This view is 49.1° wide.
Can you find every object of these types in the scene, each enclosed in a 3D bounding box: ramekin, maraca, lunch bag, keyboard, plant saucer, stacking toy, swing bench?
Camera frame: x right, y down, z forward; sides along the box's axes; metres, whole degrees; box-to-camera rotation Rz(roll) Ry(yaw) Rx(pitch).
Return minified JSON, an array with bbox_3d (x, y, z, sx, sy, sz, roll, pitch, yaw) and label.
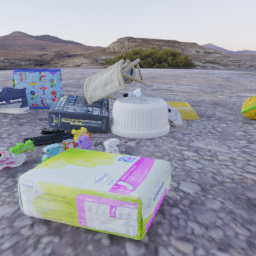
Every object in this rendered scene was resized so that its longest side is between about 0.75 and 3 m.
[{"bbox_3d":[0.474,-0.507,11.184,2.384,1.251,2.384,0,15,0],"label":"ramekin"},{"bbox_3d":[6.030,-1.015,12.747,1.410,1.100,2.056,-18,-8,-14],"label":"maraca"},{"bbox_3d":[-5.104,-2.185,15.579,2.838,2.137,1.335,-3,15,-12],"label":"lunch bag"},{"bbox_3d":[-2.784,0.243,10.134,1.983,0.393,1.032,-8,17,-29],"label":"keyboard"},{"bbox_3d":[2.246,-0.941,14.090,2.289,0.555,2.289,0,15,2],"label":"plant saucer"},{"bbox_3d":[-1.795,0.680,8.284,2.687,0.631,2.026,-15,20,-38],"label":"stacking toy"},{"bbox_3d":[-0.580,-1.961,11.732,1.968,1.284,1.979,-19,1,33],"label":"swing bench"}]

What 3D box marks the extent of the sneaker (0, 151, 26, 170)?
[{"bbox_3d":[-3.346,0.850,7.764,1.047,0.462,0.426,-14,21,-42],"label":"sneaker"}]

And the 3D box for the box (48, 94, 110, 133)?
[{"bbox_3d":[-1.994,-0.696,12.029,2.350,0.760,2.980,5,19,-7],"label":"box"}]

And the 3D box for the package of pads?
[{"bbox_3d":[-0.612,1.192,5.743,2.621,0.894,2.025,5,15,20],"label":"package of pads"}]

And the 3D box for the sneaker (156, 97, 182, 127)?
[{"bbox_3d":[1.655,-0.542,12.384,0.626,0.958,1.666,-34,69,-26],"label":"sneaker"}]

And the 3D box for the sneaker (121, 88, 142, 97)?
[{"bbox_3d":[0.207,-2.147,18.094,1.312,0.729,1.876,1,15,0],"label":"sneaker"}]

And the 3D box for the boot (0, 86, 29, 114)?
[{"bbox_3d":[-6.646,-1.514,14.643,2.968,1.341,1.080,1,16,4],"label":"boot"}]
